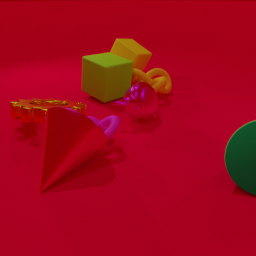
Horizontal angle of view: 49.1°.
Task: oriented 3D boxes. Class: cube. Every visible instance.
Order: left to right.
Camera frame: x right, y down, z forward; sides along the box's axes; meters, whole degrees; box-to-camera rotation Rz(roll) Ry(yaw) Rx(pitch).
[{"bbox_3d":[-0.724,-1.771,9.648,1.243,1.243,1.243,31,37,35],"label":"cube"},{"bbox_3d":[0.026,-2.820,11.441,1.175,1.175,1.175,41,32,17],"label":"cube"}]

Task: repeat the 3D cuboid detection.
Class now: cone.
[{"bbox_3d":[-1.395,0.634,5.705,1.518,1.518,1.523,11,56,21],"label":"cone"},{"bbox_3d":[2.714,0.496,5.774,1.449,1.449,1.455,8,7,15],"label":"cone"}]

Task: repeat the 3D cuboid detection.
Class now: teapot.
[{"bbox_3d":[0.276,-0.759,7.992,0.844,1.072,1.724,-5,4,38],"label":"teapot"}]

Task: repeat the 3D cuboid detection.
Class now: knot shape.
[{"bbox_3d":[-0.727,0.017,6.660,1.238,0.611,1.323,0,3,41],"label":"knot shape"},{"bbox_3d":[0.931,-1.646,9.932,1.485,0.733,1.587,-9,35,-32],"label":"knot shape"}]

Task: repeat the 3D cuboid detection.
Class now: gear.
[{"bbox_3d":[-2.192,-0.503,7.797,2.005,0.371,2.005,4,13,-1],"label":"gear"}]
